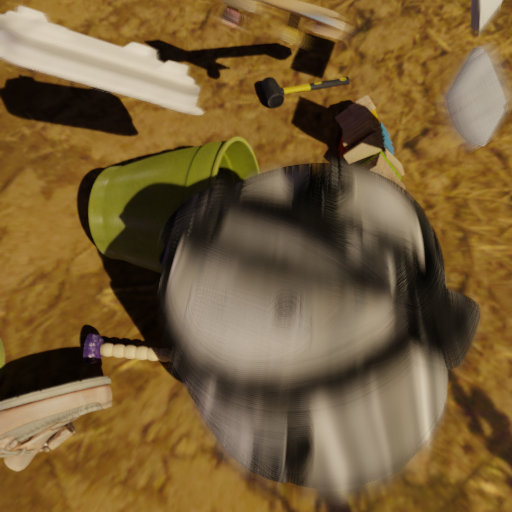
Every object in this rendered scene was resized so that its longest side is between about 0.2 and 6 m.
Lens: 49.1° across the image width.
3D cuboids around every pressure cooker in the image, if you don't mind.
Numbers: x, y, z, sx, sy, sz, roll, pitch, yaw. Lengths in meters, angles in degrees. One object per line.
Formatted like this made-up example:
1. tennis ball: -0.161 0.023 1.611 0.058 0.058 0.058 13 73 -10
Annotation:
1. pressure cooker: 0.534 0.596 6.046 2.900 3.298 2.946 -18 46 2

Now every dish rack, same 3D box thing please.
1. dish rack: -1.994 -2.522 7.096 2.486 0.541 2.134 6 24 -34

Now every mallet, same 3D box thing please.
1. mallet: 0.999 -3.568 11.679 1.921 0.395 0.633 -19 57 -17

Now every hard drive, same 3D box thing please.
1. hard drive: 3.312 -3.711 7.510 0.154 0.761 1.154 40 96 21

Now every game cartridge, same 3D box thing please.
1. game cartridge: 2.980 -2.077 7.596 0.257 1.269 0.846 23 82 42

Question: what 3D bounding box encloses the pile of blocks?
1. pile of blocks: 2.049 -1.853 10.462 0.848 1.120 2.729 -31 41 31

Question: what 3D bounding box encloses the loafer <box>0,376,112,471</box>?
1. loafer: -3.498 2.546 7.621 3.320 1.194 1.044 -16 77 -2

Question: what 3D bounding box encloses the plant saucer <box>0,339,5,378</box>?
1. plant saucer: -4.801 1.691 8.499 1.829 0.284 1.829 0 59 -1

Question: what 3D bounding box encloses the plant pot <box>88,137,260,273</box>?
1. plant pot: -1.303 -0.669 8.925 2.266 2.353 2.353 3 58 18

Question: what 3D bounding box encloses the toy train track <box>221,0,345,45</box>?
1. toy train track: 0.511 -3.768 9.024 2.110 0.598 3.679 26 24 22

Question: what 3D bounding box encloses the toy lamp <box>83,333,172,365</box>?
1. toy lamp: -1.607 1.494 8.477 1.902 0.554 0.554 3 59 4
